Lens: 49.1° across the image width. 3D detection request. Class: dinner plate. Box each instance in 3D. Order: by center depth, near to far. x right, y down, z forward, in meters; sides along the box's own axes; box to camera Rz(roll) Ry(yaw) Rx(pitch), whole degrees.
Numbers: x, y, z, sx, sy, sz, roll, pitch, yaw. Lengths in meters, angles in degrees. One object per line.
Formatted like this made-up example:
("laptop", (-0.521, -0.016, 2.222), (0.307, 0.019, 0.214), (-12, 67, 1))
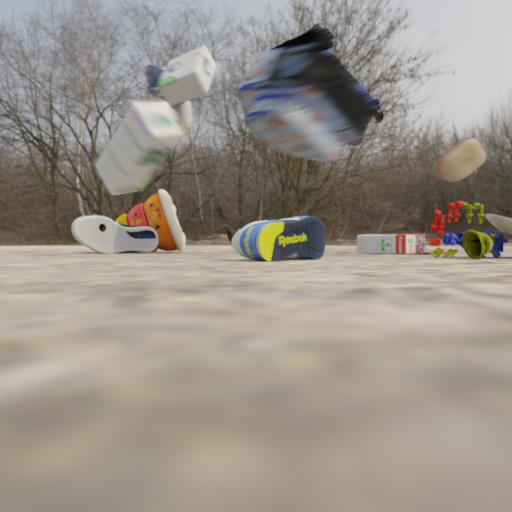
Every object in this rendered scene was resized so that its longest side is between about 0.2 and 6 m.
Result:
("dinner plate", (4.382, -0.252, 8.565), (1.803, 0.219, 1.803), (18, 7, -2))

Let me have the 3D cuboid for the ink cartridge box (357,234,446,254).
("ink cartridge box", (3.109, -0.251, 11.867), (1.723, 0.434, 0.939), (0, 1, 41))

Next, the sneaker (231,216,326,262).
("sneaker", (0.361, -0.231, 7.615), (0.694, 0.624, 1.688), (-2, -1, 39))

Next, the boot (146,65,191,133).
("boot", (-1.987, -3.530, 12.634), (0.790, 1.749, 0.636), (-4, -24, -23))

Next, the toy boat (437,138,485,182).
("toy boat", (3.496, -1.658, 9.710), (0.816, 0.532, 0.533), (-38, 14, 4))

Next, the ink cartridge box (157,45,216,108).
("ink cartridge box", (-1.443, -3.783, 11.785), (0.928, 0.559, 1.277), (-15, 38, 21))

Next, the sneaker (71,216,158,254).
("sneaker", (-3.486, -0.385, 12.893), (1.240, 0.810, 2.216), (-3, -9, 40))

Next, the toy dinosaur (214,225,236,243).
("toy dinosaur", (-0.087, -0.401, 14.847), (2.357, 0.907, 1.206), (-7, -9, -31))

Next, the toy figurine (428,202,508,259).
("toy figurine", (3.518, -0.356, 8.706), (1.012, 0.891, 1.690), (5, 2, -8))

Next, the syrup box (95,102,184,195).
("syrup box", (-2.014, -1.812, 9.549), (0.670, 0.693, 1.703), (-20, -15, -46))

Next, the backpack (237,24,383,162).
("backpack", (0.878, -3.073, 11.270), (2.545, 1.960, 2.424), (38, -7, -41))

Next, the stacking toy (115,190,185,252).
("stacking toy", (-3.099, -0.594, 14.423), (2.316, 1.692, 1.692), (-20, 3, -5))
